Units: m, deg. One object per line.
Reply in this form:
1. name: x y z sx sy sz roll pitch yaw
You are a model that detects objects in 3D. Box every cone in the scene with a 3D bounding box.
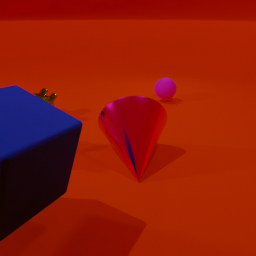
1. cone: 0.170 0.462 6.270 1.676 1.676 1.682 -2 50 -4

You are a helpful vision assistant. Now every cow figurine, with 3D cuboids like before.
1. cow figurine: -2.728 -0.710 8.790 0.659 1.200 1.181 27 51 -2

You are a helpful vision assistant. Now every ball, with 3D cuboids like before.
1. ball: 1.420 -1.483 10.571 0.813 0.813 0.813 0 23 0

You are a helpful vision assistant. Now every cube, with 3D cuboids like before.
1. cube: -1.681 0.379 3.888 1.368 1.368 1.368 28 29 18
